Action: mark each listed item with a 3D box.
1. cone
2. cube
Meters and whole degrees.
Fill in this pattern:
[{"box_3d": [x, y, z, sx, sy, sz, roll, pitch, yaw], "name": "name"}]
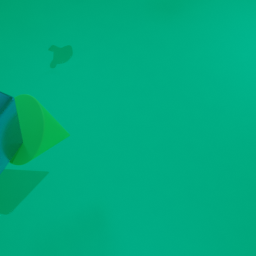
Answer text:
[{"box_3d": [-1.715, 0.096, 5.940, 1.374, 1.379, 1.374, -4, 82, 32], "name": "cone"}, {"box_3d": [-2.662, 0.136, 4.339, 1.373, 1.373, 1.373, 23, 55, 2], "name": "cube"}]
